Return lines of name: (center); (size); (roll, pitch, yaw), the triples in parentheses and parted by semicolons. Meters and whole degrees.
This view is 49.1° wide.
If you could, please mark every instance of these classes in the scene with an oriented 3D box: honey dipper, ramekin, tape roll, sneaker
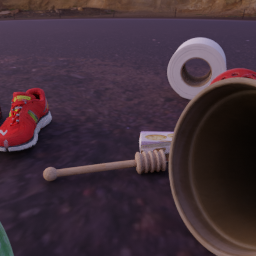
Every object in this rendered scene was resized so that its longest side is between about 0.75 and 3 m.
honey dipper: (-0.450, 0.773, 5.555); (2.399, 0.456, 0.456); (-6, 26, -8)
ramekin: (-1.799, 1.485, 3.178); (0.576, 1.179, 1.179); (-25, 31, -12)
tape roll: (2.432, -2.091, 9.800); (1.938, 1.938, 1.330); (7, 26, 14)
sneaker: (-2.694, -0.301, 6.955); (1.030, 1.136, 2.676); (0, 25, 0)

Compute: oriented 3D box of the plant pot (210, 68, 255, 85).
plant pot: (2.746, -0.472, 6.915); (1.590, 1.590, 1.448); (5, 35, 10)

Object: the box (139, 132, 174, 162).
box: (1.597, 0.421, 6.151); (2.697, 0.522, 0.559); (1, 25, 2)

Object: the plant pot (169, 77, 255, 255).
plant pot: (2.133, 0.595, 4.177); (2.060, 2.374, 2.374); (6, 21, -27)

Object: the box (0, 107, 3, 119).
box: (-4.281, -0.397, 7.586); (0.590, 0.788, 1.574); (13, 29, 25)
